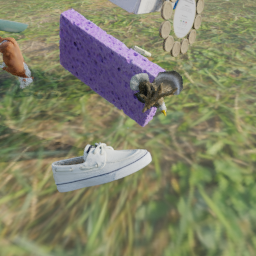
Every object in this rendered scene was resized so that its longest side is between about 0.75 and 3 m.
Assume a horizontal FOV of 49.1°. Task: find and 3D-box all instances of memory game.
[{"bbox_3d":[1.767,-3.602,9.066,0.165,2.592,2.592,26,42,34],"label":"memory game"}]

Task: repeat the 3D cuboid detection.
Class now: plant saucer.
[{"bbox_3d":[-4.157,-3.046,8.162,2.357,0.323,2.357,8,16,-2],"label":"plant saucer"}]

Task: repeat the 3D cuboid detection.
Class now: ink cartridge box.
[{"bbox_3d":[0.395,-4.626,8.801,2.080,1.201,2.850,35,38,18],"label":"ink cartridge box"}]

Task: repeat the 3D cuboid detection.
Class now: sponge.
[{"bbox_3d":[-0.459,-1.379,6.621,2.883,1.608,0.430,37,56,13],"label":"sponge"}]

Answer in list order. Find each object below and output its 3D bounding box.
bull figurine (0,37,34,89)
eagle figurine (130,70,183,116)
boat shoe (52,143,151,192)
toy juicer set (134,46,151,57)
[{"bbox_3d":[-2.792,-1.583,6.716,0.842,1.387,0.452,11,49,8],"label":"bull figurine"},{"bbox_3d":[0.470,-0.549,4.558,0.761,0.757,1.003,9,22,13],"label":"eagle figurine"},{"bbox_3d":[-0.416,0.460,3.838,1.457,0.509,0.517,-17,7,22],"label":"boat shoe"},{"bbox_3d":[0.412,-1.683,7.956,0.818,1.287,0.350,-16,43,-38],"label":"toy juicer set"}]
